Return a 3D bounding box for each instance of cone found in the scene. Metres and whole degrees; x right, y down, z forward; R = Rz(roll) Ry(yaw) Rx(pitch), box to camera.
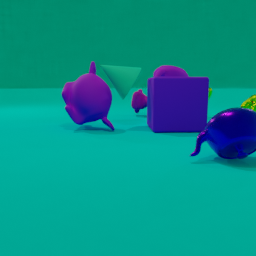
[{"bbox_3d":[-0.305,-1.387,7.290,0.966,0.963,0.963,30,6,-7],"label":"cone"}]

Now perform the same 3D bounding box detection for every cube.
[{"bbox_3d":[1.180,-0.615,7.002,1.275,1.275,1.275,0,9,-3],"label":"cube"}]

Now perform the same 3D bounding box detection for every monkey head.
[{"bbox_3d":[-0.948,-0.654,7.168,1.179,1.957,1.408,-18,-19,1],"label":"monkey head"}]

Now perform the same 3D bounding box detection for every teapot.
[{"bbox_3d":[1.508,0.144,4.051,1.348,0.660,0.838,-9,-35,5],"label":"teapot"},{"bbox_3d":[1.307,-1.466,8.952,1.152,0.907,1.853,10,-5,40],"label":"teapot"}]

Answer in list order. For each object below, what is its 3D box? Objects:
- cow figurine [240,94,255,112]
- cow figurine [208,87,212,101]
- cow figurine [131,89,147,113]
[{"bbox_3d":[3.558,-0.552,7.388,1.127,1.146,0.629,-43,40,-8],"label":"cow figurine"},{"bbox_3d":[2.364,-0.994,9.846,0.795,1.425,1.449,11,30,-5],"label":"cow figurine"},{"bbox_3d":[0.961,-0.863,9.901,1.645,0.903,1.619,8,4,-24],"label":"cow figurine"}]
